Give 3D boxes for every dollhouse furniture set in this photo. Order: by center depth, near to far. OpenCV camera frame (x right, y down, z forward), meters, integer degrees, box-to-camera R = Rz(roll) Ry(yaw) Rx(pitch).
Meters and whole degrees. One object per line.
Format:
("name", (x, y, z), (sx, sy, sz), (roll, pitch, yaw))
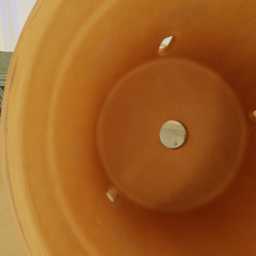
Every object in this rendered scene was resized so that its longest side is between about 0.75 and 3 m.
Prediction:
("dollhouse furniture set", (1.885, -0.188, 5.836), (1.841, 1.157, 2.082), (12, 21, 38))

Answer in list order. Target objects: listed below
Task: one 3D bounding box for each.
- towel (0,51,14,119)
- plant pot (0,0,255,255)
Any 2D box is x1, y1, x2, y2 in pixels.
("towel", (-2.151, -0.614, 5.370), (2.597, 2.501, 0.449), (1, 60, 5))
("plant pot", (0.685, 0.081, 2.560), (2.936, 2.936, 2.055), (-2, -1, -7))
